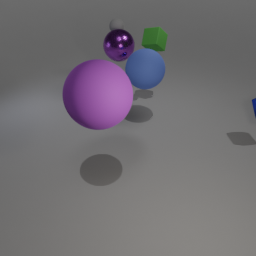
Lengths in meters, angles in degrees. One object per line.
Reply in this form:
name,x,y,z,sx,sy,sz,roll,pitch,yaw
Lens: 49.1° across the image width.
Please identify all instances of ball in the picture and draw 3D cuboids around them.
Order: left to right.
ball,-0.600,-0.661,5.630,1.400,1.400,1.400,0,32,0
ball,-0.531,-4.797,13.201,0.700,0.700,0.700,0,32,0
ball,-0.402,-3.668,12.441,1.400,1.400,1.400,0,32,0
ball,0.603,-2.060,9.823,1.400,1.400,1.400,0,32,0

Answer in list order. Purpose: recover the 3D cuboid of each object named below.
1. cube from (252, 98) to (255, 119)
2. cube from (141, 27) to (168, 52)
cube,4.470,-0.643,8.840,0.700,0.700,0.700,10,67,-31
cube,1.045,-3.451,10.951,0.700,0.700,0.700,8,-5,35
